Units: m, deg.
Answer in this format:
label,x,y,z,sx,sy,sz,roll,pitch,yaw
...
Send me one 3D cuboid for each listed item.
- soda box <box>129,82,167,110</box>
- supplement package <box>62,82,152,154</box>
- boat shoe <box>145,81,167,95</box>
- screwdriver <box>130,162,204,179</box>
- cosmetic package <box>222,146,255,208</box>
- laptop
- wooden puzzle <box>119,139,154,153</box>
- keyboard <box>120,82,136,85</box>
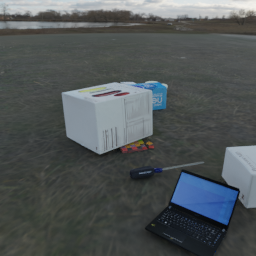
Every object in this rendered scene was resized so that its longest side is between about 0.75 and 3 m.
label,x,y,z,sx,sy,sz,roll,pitch,yaw
soda box,0.122,-1.294,12.056,2.961,1.004,0.950,-7,25,-17
supplement package,-0.674,-0.462,9.256,2.181,1.604,2.085,-18,25,-36
boat shoe,1.438,-2.075,14.488,0.612,0.512,1.712,-18,26,-23
screwdriver,1.080,1.115,7.474,2.114,0.295,0.308,-3,55,-10
cosmetic package,3.814,1.067,6.749,2.607,0.929,1.322,-3,24,-6
laptop,1.317,1.632,5.616,1.345,0.784,1.518,16,23,33
wooden puzzle,0.124,0.539,8.999,1.373,0.096,0.815,-7,24,-15
keyboard,0.549,-2.113,15.021,0.818,0.155,2.906,-11,26,-23
